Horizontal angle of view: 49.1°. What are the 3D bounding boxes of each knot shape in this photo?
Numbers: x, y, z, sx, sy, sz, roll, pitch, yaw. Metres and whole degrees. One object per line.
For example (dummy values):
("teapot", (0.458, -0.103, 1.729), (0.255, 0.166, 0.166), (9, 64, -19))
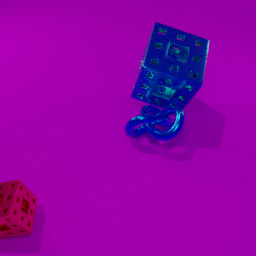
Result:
("knot shape", (0.559, -0.126, 6.646), (1.346, 0.664, 1.438), (-15, 17, -12))

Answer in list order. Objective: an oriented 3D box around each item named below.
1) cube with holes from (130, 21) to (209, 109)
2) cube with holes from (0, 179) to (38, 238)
("cube with holes", (0.976, -1.408, 6.785), (1.345, 1.345, 1.345), (17, 64, -4))
("cube with holes", (-2.196, 1.483, 5.102), (0.713, 0.713, 0.713), (-12, 45, 8))
